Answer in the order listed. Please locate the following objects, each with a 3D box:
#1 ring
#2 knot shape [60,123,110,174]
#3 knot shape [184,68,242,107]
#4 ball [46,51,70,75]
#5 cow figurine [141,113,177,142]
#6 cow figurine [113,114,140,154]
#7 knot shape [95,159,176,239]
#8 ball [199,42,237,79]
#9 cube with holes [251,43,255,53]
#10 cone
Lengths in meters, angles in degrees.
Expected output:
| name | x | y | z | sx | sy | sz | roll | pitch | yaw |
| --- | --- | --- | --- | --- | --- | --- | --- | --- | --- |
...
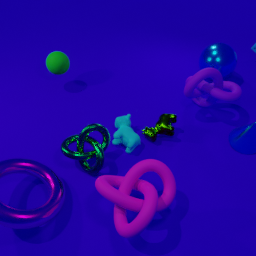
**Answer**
| name | x | y | z | sx | sy | sz | roll | pitch | yaw |
| --- | --- | --- | --- | --- | --- | --- | --- | --- | --- |
| ring | -2.489 | 1.478 | 6.663 | 2.035 | 0.407 | 2.035 | 20 | 30 | -12 |
| knot shape | -1.033 | 0.464 | 7.634 | 1.365 | 0.631 | 1.277 | 38 | 81 | 11 |
| knot shape | 2.519 | -1.236 | 9.072 | 1.889 | 1.768 | 0.873 | 12 | 82 | -19 |
| ball | -2.492 | -2.306 | 9.970 | 0.816 | 0.816 | 0.816 | 0 | 44 | 0 |
| cow figurine | 0.949 | -0.045 | 8.530 | 0.977 | 0.545 | 0.993 | 9 | 62 | 13 |
| cow figurine | -0.009 | 0.129 | 8.447 | 1.091 | 0.599 | 1.074 | 33 | 52 | 16 |
| knot shape | 0.288 | 1.435 | 6.347 | 1.723 | 0.851 | 1.841 | -25 | 41 | -15 |
| ball | 3.369 | -2.499 | 10.530 | 1.381 | 1.381 | 1.381 | 0 | 44 | 0 |
| cube with holes | 5.653 | -3.374 | 11.416 | 0.706 | 0.706 | 0.706 | 45 | 55 | 4 |
| cone | 3.499 | 0.111 | 8.037 | 0.968 | 0.972 | 0.968 | -2 | 57 | 2 |
